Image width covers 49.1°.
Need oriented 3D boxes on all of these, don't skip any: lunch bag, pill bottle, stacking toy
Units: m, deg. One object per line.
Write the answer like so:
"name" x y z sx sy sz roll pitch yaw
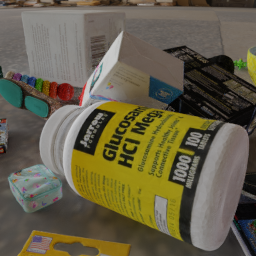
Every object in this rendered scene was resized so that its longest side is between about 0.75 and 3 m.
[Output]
"lunch bag" -1.573 0.978 4.798 0.735 0.353 0.916 -20 34 -34
"pill bottle" 0.121 0.485 4.249 2.923 1.643 1.643 13 30 30
"stacking toy" -2.631 -1.157 8.466 1.970 0.841 0.841 7 26 -11

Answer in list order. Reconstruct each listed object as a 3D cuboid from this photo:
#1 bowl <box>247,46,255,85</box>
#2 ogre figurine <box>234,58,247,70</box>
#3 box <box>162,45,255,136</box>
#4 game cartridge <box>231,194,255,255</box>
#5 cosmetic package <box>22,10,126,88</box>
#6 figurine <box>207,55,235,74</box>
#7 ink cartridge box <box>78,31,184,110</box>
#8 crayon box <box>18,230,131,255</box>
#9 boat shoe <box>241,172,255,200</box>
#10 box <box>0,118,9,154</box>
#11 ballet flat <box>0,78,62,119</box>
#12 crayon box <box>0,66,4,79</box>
"bowl" 4.771 -1.403 8.110 2.765 1.488 2.765 1 28 0
"ogre figurine" 4.706 -2.652 11.684 0.916 0.450 0.549 26 17 16
"box" 1.430 -0.685 6.415 2.185 1.149 2.668 -23 52 -37
"game cartridge" 2.113 1.505 3.867 1.158 0.343 1.787 1 27 -6
"cosmetic package" -1.827 -2.949 10.021 2.802 2.345 2.331 15 29 28
"figurine" 1.925 -1.367 8.607 2.677 1.152 2.612 6 33 13
"ink cartridge box" -0.102 -0.628 5.310 1.263 2.174 0.731 21 56 -21
"crayon box" -0.744 2.012 2.633 1.288 0.528 2.049 5 29 9
"boat shoe" 2.588 0.820 4.377 1.805 0.545 0.682 3 23 -5
"box" -3.562 0.269 6.157 1.701 0.339 1.164 -8 30 -16
"ballet flat" -2.572 -0.779 7.441 2.071 0.705 0.696 30 24 23
"crayon box" -5.881 -2.052 10.374 2.100 0.541 1.320 15 31 26
